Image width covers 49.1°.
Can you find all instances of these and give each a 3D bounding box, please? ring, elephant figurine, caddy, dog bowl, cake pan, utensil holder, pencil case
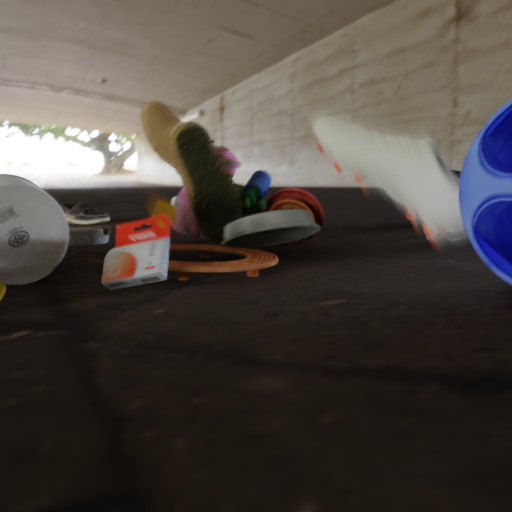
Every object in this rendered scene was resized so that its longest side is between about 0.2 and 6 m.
[{"bbox_3d":[-0.938,0.071,8.546,2.545,0.244,2.545,2,7,0],"label":"ring"},{"bbox_3d":[4.340,-0.922,11.865,1.786,1.958,2.524,41,10,-18],"label":"elephant figurine"},{"bbox_3d":[4.326,-0.728,6.419,3.735,2.641,1.961,6,5,38],"label":"caddy"},{"bbox_3d":[-3.634,-0.435,11.740,1.150,0.337,1.150,1,9,0],"label":"dog bowl"},{"bbox_3d":[0.234,-0.463,9.858,1.771,0.325,1.771,-9,-8,-1],"label":"cake pan"},{"bbox_3d":[-3.538,-0.403,8.062,1.475,1.475,1.736,-5,13,-28],"label":"utensil holder"},{"bbox_3d":[-1.090,-1.354,11.638,0.862,1.972,0.862,32,8,-5],"label":"pencil case"}]

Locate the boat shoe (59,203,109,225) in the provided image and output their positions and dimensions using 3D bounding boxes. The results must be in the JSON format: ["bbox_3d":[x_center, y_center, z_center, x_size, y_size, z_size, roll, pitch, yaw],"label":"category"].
[{"bbox_3d":[-4.940,-1.208,15.819,1.840,0.596,0.662,5,10,30],"label":"boat shoe"}]

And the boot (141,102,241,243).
[{"bbox_3d":[-1.374,-1.816,11.467,0.942,2.495,2.849,-22,27,-15],"label":"boot"}]

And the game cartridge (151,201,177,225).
[{"bbox_3d":[-1.552,-0.715,9.442,0.353,0.065,0.401,19,51,-9],"label":"game cartridge"}]

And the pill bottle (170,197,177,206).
[{"bbox_3d":[-2.076,-1.557,17.849,1.181,0.663,0.663,-5,10,-30],"label":"pill bottle"}]

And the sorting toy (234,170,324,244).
[{"bbox_3d":[0.056,-0.842,11.643,2.614,1.571,1.073,0,34,21],"label":"sorting toy"}]

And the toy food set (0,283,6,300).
[{"bbox_3d":[-3.610,0.351,6.090,1.239,0.688,2.106,25,-8,-42],"label":"toy food set"}]

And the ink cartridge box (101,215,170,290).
[{"bbox_3d":[-1.536,-0.100,7.248,0.818,1.009,0.253,-10,-30,13],"label":"ink cartridge box"}]

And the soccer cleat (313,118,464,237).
[{"bbox_3d":[2.191,-1.487,8.774,2.933,1.138,1.016,41,28,22],"label":"soccer cleat"}]
